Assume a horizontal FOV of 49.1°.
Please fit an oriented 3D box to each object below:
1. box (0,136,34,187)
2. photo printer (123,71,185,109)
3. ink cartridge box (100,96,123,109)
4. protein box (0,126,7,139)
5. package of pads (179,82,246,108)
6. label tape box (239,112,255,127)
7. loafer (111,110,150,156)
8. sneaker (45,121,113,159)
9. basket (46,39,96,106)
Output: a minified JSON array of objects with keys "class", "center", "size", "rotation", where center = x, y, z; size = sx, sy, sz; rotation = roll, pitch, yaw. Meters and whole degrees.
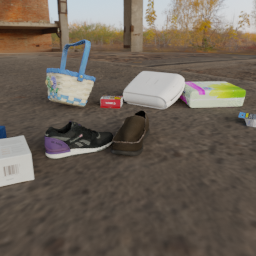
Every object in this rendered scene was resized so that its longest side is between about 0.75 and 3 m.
[{"class":"box","center":[-3.079,0.818,7.185],"size":[1.051,0.734,1.381],"rotation":[-9,21,-25]},{"class":"photo printer","center":[1.364,-1.897,13.787],"size":[2.613,0.907,2.174],"rotation":[14,47,34]},{"class":"ink cartridge box","center":[-0.807,-1.262,13.589],"size":[1.002,0.420,0.880],"rotation":[2,20,5]},{"class":"protein box","center":[-4.355,0.451,8.167],"size":[1.151,0.777,1.143],"rotation":[2,19,5]},{"class":"package of pads","center":[4.088,-1.713,14.104],"size":[2.761,0.942,2.133],"rotation":[-1,21,-7]},{"class":"label tape box","center":[4.907,-0.308,10.996],"size":[1.064,0.337,0.767],"rotation":[9,21,24]},{"class":"loafer","center":[0.087,0.073,8.957],"size":[0.988,0.965,2.706],"rotation":[4,20,11]},{"class":"sneaker","center":[-1.411,0.238,8.497],"size":[2.191,0.959,0.830],"rotation":[-12,23,-31]},{"class":"basket","center":[-2.589,-2.503,12.800],"size":[1.991,2.862,2.524],"rotation":[14,-1,-34]}]
